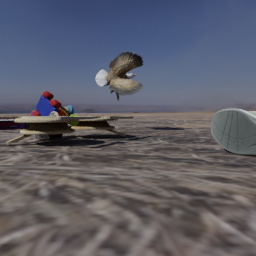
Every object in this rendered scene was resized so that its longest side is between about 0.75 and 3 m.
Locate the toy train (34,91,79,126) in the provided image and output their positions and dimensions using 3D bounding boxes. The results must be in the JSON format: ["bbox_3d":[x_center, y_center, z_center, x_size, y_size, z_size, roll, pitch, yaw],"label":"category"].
[{"bbox_3d":[-2.456,-0.384,10.636,1.459,1.067,2.522,19,14,-41],"label":"toy train"}]

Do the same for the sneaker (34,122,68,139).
[{"bbox_3d":[-1.718,0.039,6.755,0.530,0.447,1.212,2,8,19],"label":"sneaker"}]

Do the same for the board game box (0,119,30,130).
[{"bbox_3d":[-4.101,-0.184,10.781,1.568,0.422,2.613,-2,1,44],"label":"board game box"}]

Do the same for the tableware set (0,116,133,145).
[{"bbox_3d":[-1.235,0.009,6.340,1.840,0.558,2.783,1,3,30],"label":"tableware set"}]

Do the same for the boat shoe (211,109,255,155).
[{"bbox_3d":[2.061,0.105,4.246,0.599,0.689,1.869,5,5,-31],"label":"boat shoe"}]

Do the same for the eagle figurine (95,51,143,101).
[{"bbox_3d":[-0.199,-1.747,9.551,1.270,1.277,1.683,-47,14,-16],"label":"eagle figurine"}]

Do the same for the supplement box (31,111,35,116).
[{"bbox_3d":[-4.572,-0.631,15.307,1.211,0.625,0.793,-3,5,-39],"label":"supplement box"}]
